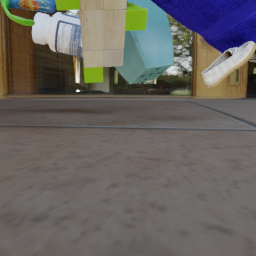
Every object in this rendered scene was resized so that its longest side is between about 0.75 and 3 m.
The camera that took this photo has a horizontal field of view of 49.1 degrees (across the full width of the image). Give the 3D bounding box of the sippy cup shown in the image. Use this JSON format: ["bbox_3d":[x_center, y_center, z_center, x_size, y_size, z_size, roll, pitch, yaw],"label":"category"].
[{"bbox_3d":[-2.243,-3.312,6.577,1.190,1.624,1.275,10,29,-18],"label":"sippy cup"}]

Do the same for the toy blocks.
[{"bbox_3d":[-0.555,-2.661,5.213,1.489,2.979,2.037,-5,48,-9],"label":"toy blocks"}]

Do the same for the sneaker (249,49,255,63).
[{"bbox_3d":[3.790,-2.495,7.747,1.420,0.747,1.965,-11,47,-8],"label":"sneaker"}]

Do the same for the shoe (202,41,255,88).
[{"bbox_3d":[2.032,-1.354,5.652,1.347,0.360,0.471,-41,19,-6],"label":"shoe"}]

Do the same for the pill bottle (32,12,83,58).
[{"bbox_3d":[-2.045,-3.223,9.692,2.229,1.333,1.333,12,7,-6],"label":"pill bottle"}]

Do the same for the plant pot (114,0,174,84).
[{"bbox_3d":[0.325,-3.295,10.508,2.076,2.939,2.077,-16,-9,-33],"label":"plant pot"}]

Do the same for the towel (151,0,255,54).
[{"bbox_3d":[2.078,-2.465,5.361,2.921,0.724,2.157,18,-37,-37],"label":"towel"}]
